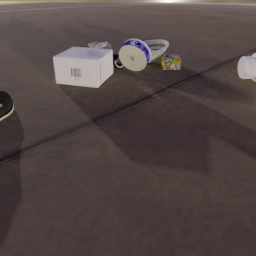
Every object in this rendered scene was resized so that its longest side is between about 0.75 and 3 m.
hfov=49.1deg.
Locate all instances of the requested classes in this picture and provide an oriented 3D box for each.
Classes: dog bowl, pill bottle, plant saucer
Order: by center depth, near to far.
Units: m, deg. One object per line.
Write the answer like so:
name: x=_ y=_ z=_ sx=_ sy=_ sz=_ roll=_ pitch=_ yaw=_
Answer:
pill bottle: x=5.529 y=-2.412 z=11.023 sx=2.124 sy=1.182 sz=1.182 roll=-4 pitch=29 yaw=-5
dog bowl: x=0.272 y=-2.943 z=11.326 sx=1.242 sy=1.242 sz=0.489 roll=13 pitch=52 yaw=22
plant saucer: x=0.827 y=-3.609 z=13.498 sx=2.388 sy=0.599 sz=2.388 roll=-11 pitch=31 yaw=7

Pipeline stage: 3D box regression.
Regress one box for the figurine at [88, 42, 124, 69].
figurine: x=-1.026 y=-3.420 z=12.855 sx=1.531 sy=0.659 sz=1.493 roll=30 pitch=2 yaw=-35

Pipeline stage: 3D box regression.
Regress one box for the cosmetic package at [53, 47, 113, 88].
cosmetic package: x=-1.725 y=-2.509 z=11.267 sx=1.803 sy=1.112 sz=1.809 roll=8 pitch=28 yaw=13

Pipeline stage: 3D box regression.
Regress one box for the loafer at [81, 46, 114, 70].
loafer: x=-1.562 y=-3.180 z=12.832 sx=0.856 sy=0.749 sz=2.382 roll=-25 pitch=38 yaw=-37

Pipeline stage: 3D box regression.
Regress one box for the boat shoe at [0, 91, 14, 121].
boat shoe: x=-4.075 y=-0.578 z=8.147 sx=0.929 sy=0.795 sz=2.539 roll=-1 pitch=28 yaw=3

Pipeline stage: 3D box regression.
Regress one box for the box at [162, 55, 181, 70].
box: x=1.970 y=-3.013 z=12.807 sx=0.777 sy=0.492 sz=0.807 roll=1 pitch=29 yaw=0
